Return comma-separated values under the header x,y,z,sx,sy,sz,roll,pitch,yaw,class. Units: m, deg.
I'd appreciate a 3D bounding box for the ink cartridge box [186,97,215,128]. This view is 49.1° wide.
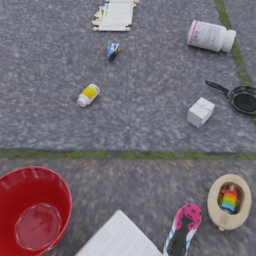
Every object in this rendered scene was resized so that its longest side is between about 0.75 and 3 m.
x,y,z,sx,sy,sz,roll,pitch,yaw,class
2.543,-0.541,9.849,0.581,0.591,0.803,36,62,23,ink cartridge box

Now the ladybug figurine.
x,y,z,sx,sy,sz,roll,pitch,yaw,class
2.839,2.141,7.987,1.162,0.616,1.712,24,59,15,ladybug figurine

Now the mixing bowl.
x,y,z,sx,sy,sz,roll,pitch,yaw,class
-2.536,2.396,7.352,2.428,1.315,2.428,-2,53,3,mixing bowl

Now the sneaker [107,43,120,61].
x,y,z,sx,sy,sz,roll,pitch,yaw,class
-0.701,-3.207,11.819,0.444,0.399,1.079,16,49,10,sneaker

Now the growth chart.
x,y,z,sx,sy,sz,roll,pitch,yaw,class
-0.608,-5.470,13.456,1.942,0.238,2.683,7,56,6,growth chart

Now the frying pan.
x,y,z,sx,sy,sz,roll,pitch,yaw,class
3.966,-1.072,10.364,2.252,0.367,1.362,6,55,6,frying pan

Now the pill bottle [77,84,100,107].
x,y,z,sx,sy,sz,roll,pitch,yaw,class
-1.473,-1.192,10.366,0.478,0.478,0.876,27,59,17,pill bottle

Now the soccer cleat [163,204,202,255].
x,y,z,sx,sy,sz,roll,pitch,yaw,class
1.386,2.844,7.502,0.666,0.823,1.907,30,42,13,soccer cleat

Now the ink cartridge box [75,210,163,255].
x,y,z,sx,sy,sz,roll,pitch,yaw,class
-0.100,3.522,7.239,2.142,0.611,1.741,45,65,6,ink cartridge box

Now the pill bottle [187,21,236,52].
x,y,z,sx,sy,sz,roll,pitch,yaw,class
3.515,-3.840,11.851,1.806,1.024,1.024,17,57,10,pill bottle
